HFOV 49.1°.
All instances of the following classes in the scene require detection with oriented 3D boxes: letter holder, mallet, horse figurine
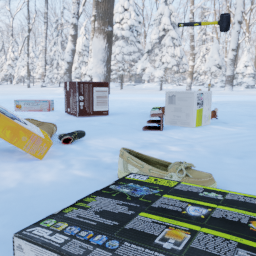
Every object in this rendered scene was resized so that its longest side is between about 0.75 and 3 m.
[{"bbox_3d":[0.964,-0.247,10.891,0.808,0.571,1.136,0,9,9],"label":"letter holder"},{"bbox_3d":[2.533,-3.393,9.345,1.737,0.572,0.358,0,34,29],"label":"mallet"},{"bbox_3d":[2.880,-1.036,13.422,2.963,1.963,0.739,-12,45,0],"label":"horse figurine"}]

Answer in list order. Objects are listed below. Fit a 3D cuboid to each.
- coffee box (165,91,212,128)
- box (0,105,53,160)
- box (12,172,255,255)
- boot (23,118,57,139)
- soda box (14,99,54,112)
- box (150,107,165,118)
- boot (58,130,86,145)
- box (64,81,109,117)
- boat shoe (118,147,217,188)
[{"bbox_3d":[2.546,-0.850,11.828,1.449,1.451,1.435,9,12,44],"label":"coffee box"},{"bbox_3d":[-3.121,-0.268,6.519,2.712,0.563,1.615,33,-5,-23],"label":"box"},{"bbox_3d":[0.382,1.051,2.746,2.101,0.499,2.029,4,8,31],"label":"box"},{"bbox_3d":[-3.047,0.089,8.697,1.542,0.582,1.761,0,10,-3],"label":"boot"},{"bbox_3d":[-6.062,-1.471,18.143,2.433,0.773,0.832,2,9,9],"label":"soda box"},{"bbox_3d":[2.165,-0.878,15.369,1.751,0.441,2.426,2,8,8],"label":"box"},{"bbox_3d":[-1.611,0.292,8.269,0.849,0.307,0.642,-9,13,-18],"label":"boot"},{"bbox_3d":[-2.353,-1.674,15.704,1.875,1.894,2.283,-5,10,-29],"label":"box"},{"bbox_3d":[0.593,0.699,4.729,1.772,0.557,0.646,6,11,35],"label":"boat shoe"}]
